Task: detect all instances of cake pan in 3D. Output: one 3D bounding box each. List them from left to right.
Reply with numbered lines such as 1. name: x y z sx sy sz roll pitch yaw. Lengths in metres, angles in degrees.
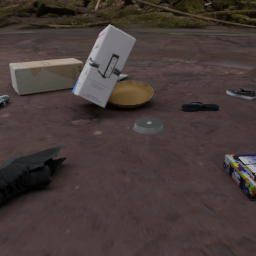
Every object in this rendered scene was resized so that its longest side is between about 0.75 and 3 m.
1. cake pan: 0.631 -0.077 8.536 0.962 0.176 0.962 0 24 0

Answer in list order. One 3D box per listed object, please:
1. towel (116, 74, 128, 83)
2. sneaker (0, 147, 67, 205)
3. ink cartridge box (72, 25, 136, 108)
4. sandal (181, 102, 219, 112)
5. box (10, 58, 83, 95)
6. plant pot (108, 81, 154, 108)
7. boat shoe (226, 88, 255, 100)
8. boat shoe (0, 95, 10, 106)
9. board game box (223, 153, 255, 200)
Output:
1. towel: -0.943 -2.590 14.110 1.503 0.260 1.447 11 26 25
2. sneaker: -2.049 0.962 5.626 1.081 0.622 2.072 -2 20 8
3. ink cartridge box: -0.894 -2.077 9.668 1.043 2.475 1.806 24 2 -19
4. sandal: 2.570 -0.812 10.046 1.367 0.293 0.520 -2 24 -5
5. box: -3.542 -2.323 12.396 2.916 1.134 1.384 -13 27 -28
6. plant pot: 0.032 -1.258 10.569 1.857 0.255 1.857 -2 37 1
7. boat shoe: 4.613 -1.449 11.422 0.416 0.343 1.213 -21 31 -38
8. boat shoe: -4.743 -0.902 10.336 0.355 0.418 1.148 48 23 -1
9. board game box: 2.776 0.982 5.932 1.032 0.354 1.248 -1 24 -7
